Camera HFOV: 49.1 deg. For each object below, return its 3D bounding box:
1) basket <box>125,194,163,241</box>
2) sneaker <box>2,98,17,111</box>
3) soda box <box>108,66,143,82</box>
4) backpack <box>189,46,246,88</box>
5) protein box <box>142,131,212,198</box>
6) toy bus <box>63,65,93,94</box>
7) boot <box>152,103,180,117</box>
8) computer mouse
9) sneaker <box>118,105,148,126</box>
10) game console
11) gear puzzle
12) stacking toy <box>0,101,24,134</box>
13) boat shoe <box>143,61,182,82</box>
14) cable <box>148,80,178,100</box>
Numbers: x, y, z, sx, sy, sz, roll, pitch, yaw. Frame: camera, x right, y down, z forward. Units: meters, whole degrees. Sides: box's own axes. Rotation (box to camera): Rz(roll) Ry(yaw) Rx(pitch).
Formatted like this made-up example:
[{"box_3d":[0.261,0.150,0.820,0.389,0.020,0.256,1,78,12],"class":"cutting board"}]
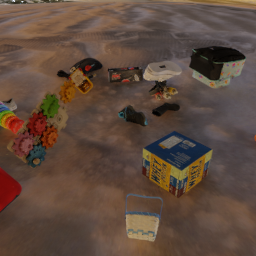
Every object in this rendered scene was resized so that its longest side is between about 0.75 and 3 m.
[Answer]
[{"box_3d":[0.330,2.062,6.547,0.891,0.703,1.010,6,61,8],"class":"basket"},{"box_3d":[-5.339,-0.892,11.764,0.482,0.529,1.290,20,36,30],"class":"sneaker"},{"box_3d":[-0.147,-2.854,14.934,1.827,0.647,0.579,-5,29,-7],"class":"soda box"},{"box_3d":[4.606,-3.185,14.265,2.440,1.870,2.145,-21,40,-23],"class":"backpack"},{"box_3d":[1.404,0.991,8.173,1.435,0.968,1.425,-26,39,-36],"class":"protein box"},{"box_3d":[-2.322,-2.334,13.892,1.491,0.816,1.580,-7,52,36],"class":"toy bus"},{"box_3d":[1.592,-0.757,11.720,0.815,0.324,0.988,11,27,38],"class":"boot"},{"box_3d":[-2.344,-3.375,15.782,2.081,0.682,2.964,25,39,37],"class":"computer mouse"},{"box_3d":[0.201,-0.372,10.990,0.648,0.579,1.582,-29,32,-18],"class":"sneaker"},{"box_3d":[-4.641,2.018,7.161,2.380,1.639,2.762,39,39,2],"class":"game console"},{"box_3d":[-2.312,-0.205,8.592,0.386,1.527,2.948,14,62,27],"class":"gear puzzle"},{"box_3d":[-4.611,-0.322,10.682,2.087,0.891,0.891,29,41,28],"class":"stacking toy"},{"box_3d":[1.443,-2.322,11.821,2.034,0.710,0.721,-17,65,-42],"class":"boat shoe"},{"box_3d":[1.559,-1.899,13.745,1.257,0.651,2.588,-18,19,3],"class":"cable"}]
